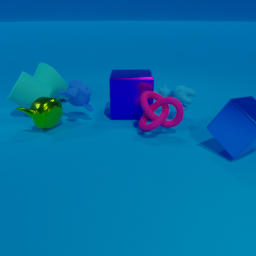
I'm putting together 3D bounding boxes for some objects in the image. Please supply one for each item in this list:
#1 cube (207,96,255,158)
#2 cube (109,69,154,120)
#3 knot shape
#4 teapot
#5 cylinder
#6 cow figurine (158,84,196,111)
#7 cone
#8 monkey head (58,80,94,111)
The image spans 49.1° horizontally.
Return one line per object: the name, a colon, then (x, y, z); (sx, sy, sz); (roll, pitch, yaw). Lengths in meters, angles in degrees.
cube: (2.618, -0.042, 6.386); (0.959, 0.959, 0.959); (-10, 53, -39)
cube: (0.107, -1.096, 8.955); (1.314, 1.314, 1.314); (0, 23, 0)
knot shape: (0.749, -0.368, 7.514); (1.269, 0.586, 1.187); (35, 79, 23)
teapot: (-2.361, -0.468, 7.793); (0.761, 0.966, 1.554); (31, 17, 18)
cylinder: (-3.085, -1.083, 8.827); (1.016, 1.016, 1.016); (30, 13, -23)
cow figurine: (1.395, -1.004, 8.544); (1.152, 0.643, 1.171); (29, -14, 6)
cone: (-3.174, -1.207, 9.895); (1.562, 1.562, 1.568); (20, 57, 39)
monkey head: (-1.542, -0.939, 8.258); (1.231, 0.742, 0.886); (30, 35, 6)
